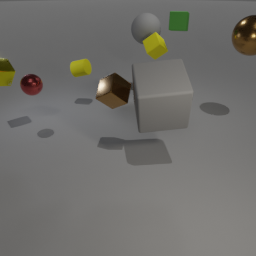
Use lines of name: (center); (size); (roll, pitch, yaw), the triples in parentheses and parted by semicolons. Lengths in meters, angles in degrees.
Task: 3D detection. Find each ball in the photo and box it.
ball: (4.475, -3.323, 10.095); (1.400, 1.400, 1.400); (0, 28, 0)
ball: (-3.116, -1.398, 9.055); (0.700, 0.700, 0.700); (0, 28, 0)
ball: (0.848, -4.643, 13.131); (1.400, 1.400, 1.400); (0, 28, 0)

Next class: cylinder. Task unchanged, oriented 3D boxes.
cylinder: (-2.088, -2.659, 12.430); (0.700, 0.700, 0.700); (-6, 24, 23)

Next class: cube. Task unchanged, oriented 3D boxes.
cube: (-4.509, -1.953, 9.860); (0.700, 0.700, 0.700); (-13, 57, -47)
cube: (2.047, -4.263, 11.204); (0.700, 0.700, 0.700); (7, 18, 15)
cube: (-0.423, -1.084, 8.289); (0.700, 0.700, 0.700); (-16, 54, 44)
cube: (0.890, -0.878, 7.736); (1.400, 1.400, 1.400); (-6, 50, -1)
cube: (1.165, -3.485, 11.934); (0.700, 0.700, 0.700); (19, 48, -52)
